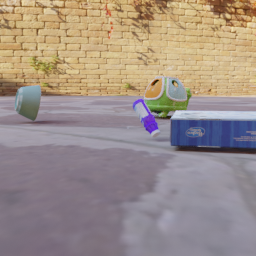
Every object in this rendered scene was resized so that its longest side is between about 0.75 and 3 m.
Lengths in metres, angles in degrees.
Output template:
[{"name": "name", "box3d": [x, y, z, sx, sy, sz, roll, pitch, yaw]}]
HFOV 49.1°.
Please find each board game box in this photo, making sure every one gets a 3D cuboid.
[{"name": "board game box", "box3d": [2.252, -0.033, 5.860, 2.609, 0.566, 2.597, 2, 7, 12]}]

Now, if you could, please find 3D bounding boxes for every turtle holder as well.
[{"name": "turtle holder", "box3d": [1.646, -1.176, 10.718, 2.096, 1.488, 1.592, 2, 5, -9]}]

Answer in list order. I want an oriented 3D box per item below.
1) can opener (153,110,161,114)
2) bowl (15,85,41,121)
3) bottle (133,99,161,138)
[{"name": "can opener", "box3d": [0.944, -0.772, 11.579, 0.902, 0.237, 0.300, 20, 38, 4]}, {"name": "bowl", "box3d": [-3.251, -0.848, 8.990, 0.618, 1.182, 1.182, 8, 3, -32]}, {"name": "bottle", "box3d": [0.402, -0.202, 5.997, 0.286, 0.876, 0.366, -25, -25, -7]}]
